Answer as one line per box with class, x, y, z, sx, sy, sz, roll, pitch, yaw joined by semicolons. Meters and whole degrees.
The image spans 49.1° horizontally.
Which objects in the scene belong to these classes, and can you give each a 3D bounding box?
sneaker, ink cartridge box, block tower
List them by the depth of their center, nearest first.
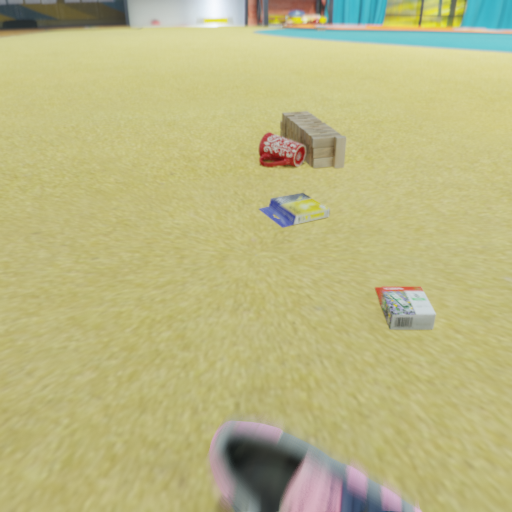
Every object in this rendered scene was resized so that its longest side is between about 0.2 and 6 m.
sneaker;0.660;1.959;3.858;2.584;1.060;0.907;15;59;37
ink cartridge box;1.990;0.604;7.594;0.571;0.264;1.048;0;28;-1
ink cartridge box;0.699;-0.884;10.525;0.992;0.233;0.980;-12;30;-25
block tower;1.325;-2.924;13.870;0.799;0.747;2.765;-8;28;-14

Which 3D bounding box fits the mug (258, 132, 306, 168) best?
mug;0.592;-2.368;13.143;0.977;0.868;0.652;22;-2;29
